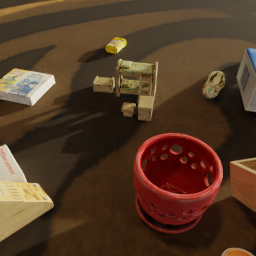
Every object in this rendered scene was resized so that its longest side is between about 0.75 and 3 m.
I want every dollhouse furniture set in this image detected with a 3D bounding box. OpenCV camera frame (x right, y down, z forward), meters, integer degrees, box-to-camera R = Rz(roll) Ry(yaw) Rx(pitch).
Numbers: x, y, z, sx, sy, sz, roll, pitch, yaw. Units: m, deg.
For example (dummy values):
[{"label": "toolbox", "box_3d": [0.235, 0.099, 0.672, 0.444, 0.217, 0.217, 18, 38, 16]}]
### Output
[{"label": "dollhouse furniture set", "box_3d": [-0.223, -1.403, 9.468, 2.273, 1.264, 2.010, 6, 41, 6]}]

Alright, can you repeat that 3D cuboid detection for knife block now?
[{"label": "knife block", "box_3d": [-3.008, 2.110, 6.012, 0.717, 1.968, 2.242, 38, 9, 34]}]

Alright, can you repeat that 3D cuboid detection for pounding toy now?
[{"label": "pounding toy", "box_3d": [3.632, 1.322, 5.923, 1.938, 1.009, 2.206, -7, 9, -9]}]

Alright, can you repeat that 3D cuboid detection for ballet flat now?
[{"label": "ballet flat", "box_3d": [3.225, -1.704, 10.185, 0.714, 0.604, 1.889, 27, 42, 7]}]

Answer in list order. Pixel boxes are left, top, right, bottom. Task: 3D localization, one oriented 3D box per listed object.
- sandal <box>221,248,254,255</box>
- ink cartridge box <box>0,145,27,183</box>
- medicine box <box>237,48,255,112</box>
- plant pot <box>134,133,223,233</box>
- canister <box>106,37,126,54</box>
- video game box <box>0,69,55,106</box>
[{"label": "sandal", "box_3d": [2.352, 3.112, 4.723, 0.921, 0.689, 2.405, -4, 41, -4]}, {"label": "ink cartridge box", "box_3d": [-3.498, 1.348, 6.691, 1.818, 0.767, 1.328, -26, 48, -27]}, {"label": "medicine box", "box_3d": [5.202, -1.529, 9.413, 2.509, 1.291, 2.285, 8, 38, 6]}, {"label": "plant pot", "box_3d": [1.009, 1.270, 6.125, 1.786, 1.626, 1.786, -1, 41, 1]}, {"label": "canister", "box_3d": [-0.562, -3.796, 12.903, 0.659, 0.384, 0.887, 17, 45, 19]}, {"label": "video game box", "box_3d": [-3.862, -1.550, 10.306, 1.759, 0.412, 1.602, 12, 40, 13]}]
